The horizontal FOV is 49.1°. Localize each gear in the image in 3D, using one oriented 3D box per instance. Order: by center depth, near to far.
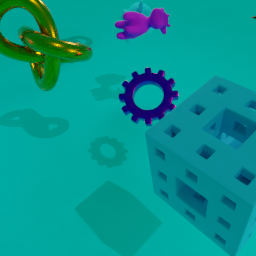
[{"bbox_3d":[0.384,-0.581,5.223,1.084,0.200,1.084,-2,76,10],"label":"gear"}]

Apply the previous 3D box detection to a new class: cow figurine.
[{"bbox_3d":[0.380,-2.567,6.971,1.163,0.649,1.182,-9,3,-24],"label":"cow figurine"}]

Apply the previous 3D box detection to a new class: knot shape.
[{"bbox_3d":[-1.817,-1.580,5.735,2.081,1.948,0.962,28,63,-5],"label":"knot shape"}]

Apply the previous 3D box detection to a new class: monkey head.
[{"bbox_3d":[0.277,-2.893,7.803,0.888,1.474,1.060,-5,80,14],"label":"monkey head"}]

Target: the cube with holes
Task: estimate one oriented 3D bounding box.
[{"bbox_3d":[1.010,0.363,2.935,1.113,1.113,1.113,-38,51,-23],"label":"cube with holes"}]

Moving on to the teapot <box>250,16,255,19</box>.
[{"bbox_3d":[2.895,-1.875,4.826,1.475,0.722,0.917,36,26,30],"label":"teapot"}]
